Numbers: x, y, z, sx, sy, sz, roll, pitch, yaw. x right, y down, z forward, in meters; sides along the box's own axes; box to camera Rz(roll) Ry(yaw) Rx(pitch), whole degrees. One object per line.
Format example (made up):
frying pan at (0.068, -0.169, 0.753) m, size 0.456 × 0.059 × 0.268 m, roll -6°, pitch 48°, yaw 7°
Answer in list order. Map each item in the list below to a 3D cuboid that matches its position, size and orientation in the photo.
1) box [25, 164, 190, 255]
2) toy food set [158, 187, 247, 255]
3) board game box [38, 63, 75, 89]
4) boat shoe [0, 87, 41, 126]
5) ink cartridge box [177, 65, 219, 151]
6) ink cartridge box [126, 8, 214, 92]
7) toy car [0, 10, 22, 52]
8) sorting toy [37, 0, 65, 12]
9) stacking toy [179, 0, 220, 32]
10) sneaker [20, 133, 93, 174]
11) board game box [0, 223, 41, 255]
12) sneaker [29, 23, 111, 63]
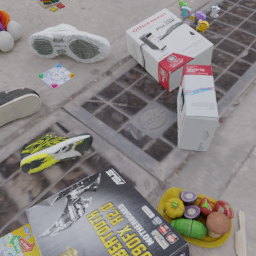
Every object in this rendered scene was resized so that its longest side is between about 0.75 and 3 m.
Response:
box at (-0.556, 2.114, 5.549) m, size 2.246 × 0.685 × 2.835 m, roll -25°, pitch 34°, yaw -20°
toy food set at (1.722, 1.946, 6.290) m, size 2.096 × 0.685 × 1.233 m, roll 16°, pitch 52°, yaw 12°
board game box at (-2.494, -1.836, 9.766) m, size 0.930 × 0.120 × 0.930 m, roll 37°, pitch 59°, yaw 26°
boat shoe at (-3.971, -0.505, 8.249) m, size 2.765 × 0.924 × 0.788 m, roll -21°, pitch 41°, yaw -22°
ink cartridge box at (1.882, -0.575, 7.858) m, size 0.832 × 1.464 × 2.009 m, roll 5°, pitch 51°, yaw 4°
ink cartridge box at (1.349, -2.737, 9.628) m, size 1.843 × 1.041 × 2.512 m, roll -34°, pitch 61°, yaw -11°
toy car at (-5.061, -3.795, 10.583) m, size 1.567 × 1.343 × 1.790 m, roll 9°, pitch 51°, yaw 6°
sorting toy at (-3.672, -5.980, 13.051) m, size 0.865 × 0.303 × 1.794 m, roll -29°, pitch 57°, yaw -21°
stacking toy at (2.787, -4.930, 12.086) m, size 2.017 × 0.474 × 1.521 m, roll 27°, pitch 56°, yaw 21°
sneaker at (-1.939, 0.458, 7.477) m, size 2.005 × 0.747 × 0.849 m, roll -20°, pitch 53°, yaw -16°
board game box at (-2.237, 3.121, 5.542) m, size 1.353 × 0.344 × 2.012 m, roll -25°, pitch 55°, yaw -19°
sneaker at (-2.025, -3.317, 10.355) m, size 2.999 × 1.168 × 1.490 m, roll 10°, pitch 48°, yaw 7°
